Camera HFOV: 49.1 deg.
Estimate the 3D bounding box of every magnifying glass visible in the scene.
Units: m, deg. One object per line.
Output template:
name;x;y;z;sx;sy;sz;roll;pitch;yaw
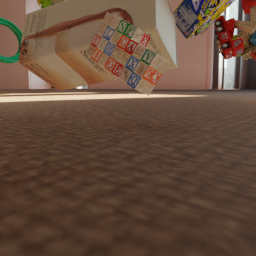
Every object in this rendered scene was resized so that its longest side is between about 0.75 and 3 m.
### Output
magnifying glass;-3.805;-2.666;6.956;0.316;1.122;2.818;-3;-28;41

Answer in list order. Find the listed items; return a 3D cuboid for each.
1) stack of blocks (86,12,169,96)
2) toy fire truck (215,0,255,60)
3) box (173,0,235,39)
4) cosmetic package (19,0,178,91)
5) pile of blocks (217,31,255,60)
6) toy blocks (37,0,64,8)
stack of blocks;-0.005;-0.770;2.850;0.874;0.503;0.256;42;17;36
toy fire truck;2.206;-2.022;5.585;0.882;1.250;0.305;-13;-24;14
box;1.545;-2.363;4.704;0.629;0.577;1.795;-31;-8;-40
cosmetic package;-0.443;-1.397;4.466;2.250;0.982;1.163;-8;-21;24
pile of blocks;4.273;-2.776;9.659;2.425;0.754;0.996;5;-29;30
toy blocks;-2.001;-3.311;5.642;1.441;1.053;2.108;32;13;-43
